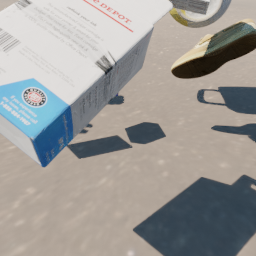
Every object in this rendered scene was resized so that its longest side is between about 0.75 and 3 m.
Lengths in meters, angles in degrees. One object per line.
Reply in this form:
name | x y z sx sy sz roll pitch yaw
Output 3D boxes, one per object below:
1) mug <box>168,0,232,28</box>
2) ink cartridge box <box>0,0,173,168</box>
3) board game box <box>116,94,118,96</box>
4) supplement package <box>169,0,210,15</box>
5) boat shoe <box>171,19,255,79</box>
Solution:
mug | 1.476 -3.191 6.705 2.346 1.879 1.926 -31 26 31
ink cartridge box | -0.588 -0.785 2.881 1.195 0.699 2.060 36 63 10
board game box | -0.643 -1.021 5.961 0.651 0.396 0.817 -19 60 -27
supplement package | 1.092 -2.407 4.549 0.668 0.857 0.475 17 -1 9
boat shoe | 1.723 -1.579 5.748 1.820 0.648 0.587 -20 55 28
